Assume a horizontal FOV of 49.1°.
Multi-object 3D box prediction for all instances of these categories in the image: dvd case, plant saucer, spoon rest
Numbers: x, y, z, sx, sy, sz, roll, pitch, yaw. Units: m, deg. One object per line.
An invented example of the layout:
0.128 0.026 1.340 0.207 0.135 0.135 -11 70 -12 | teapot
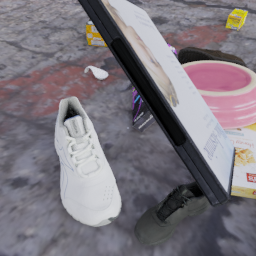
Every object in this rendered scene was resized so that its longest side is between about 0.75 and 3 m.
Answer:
0.325 -0.321 2.131 1.578 0.138 1.126 57 25 2 | dvd case
2.209 -1.058 7.402 2.924 0.741 2.924 -2 34 1 | plant saucer
-1.009 -1.751 8.816 0.851 0.258 0.423 24 48 25 | spoon rest

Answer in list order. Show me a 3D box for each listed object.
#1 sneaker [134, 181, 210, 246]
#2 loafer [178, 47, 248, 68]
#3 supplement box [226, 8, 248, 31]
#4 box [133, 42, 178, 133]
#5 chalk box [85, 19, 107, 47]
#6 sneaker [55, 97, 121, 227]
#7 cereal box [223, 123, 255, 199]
0.827 1.405 5.030 1.727 0.784 0.656 -28 52 -26 | sneaker
2.645 -2.095 8.895 2.155 0.787 0.769 17 41 4 | loafer
4.498 -4.497 11.570 0.526 0.529 0.966 24 48 23 | supplement box
0.709 -1.101 7.256 0.389 1.540 2.154 29 37 -26 | box
-0.982 -3.746 10.558 0.831 0.825 1.331 8 42 11 | chalk box
-0.981 0.553 5.578 1.108 1.296 2.975 -16 46 -18 | sneaker
2.290 0.577 6.193 1.425 0.391 1.981 7 43 8 | cereal box
